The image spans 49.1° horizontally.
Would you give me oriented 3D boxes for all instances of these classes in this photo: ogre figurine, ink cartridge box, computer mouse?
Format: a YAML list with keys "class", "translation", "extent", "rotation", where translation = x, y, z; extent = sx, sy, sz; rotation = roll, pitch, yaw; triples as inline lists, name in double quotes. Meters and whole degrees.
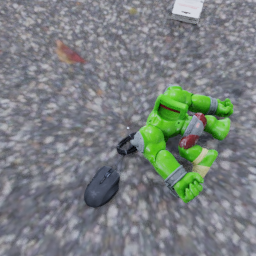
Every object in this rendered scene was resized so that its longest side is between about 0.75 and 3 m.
- class: "ogre figurine"
  translation: [1.283, 0.029, 6.407]
  extent: [1.758, 1.438, 2.932]
  rotation: [32, 76, 4]
- class: "ink cartridge box"
  translation: [2.006, -4.010, 9.294]
  extent: [0.894, 0.523, 1.541]
  rotation: [16, 61, 9]
- class: "computer mouse"
  translation: [-0.284, 0.881, 6.492]
  extent: [0.632, 0.367, 2.158]
  rotation: [26, 62, 16]
